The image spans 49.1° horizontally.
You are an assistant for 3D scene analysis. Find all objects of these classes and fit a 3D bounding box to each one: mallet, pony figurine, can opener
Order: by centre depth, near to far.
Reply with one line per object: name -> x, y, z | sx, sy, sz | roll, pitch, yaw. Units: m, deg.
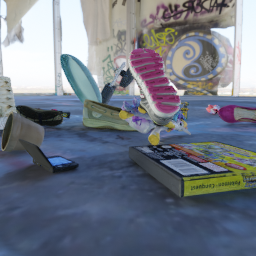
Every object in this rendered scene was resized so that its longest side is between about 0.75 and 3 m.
pony figurine -> 0.683, -0.366, 7.684 | 1.990, 1.717, 2.062 | 40, 22, 22
can opener -> -0.650, -1.480, 11.433 | 0.899, 2.704, 0.712 | 35, 20, -1
mallet -> -4.021, -0.579, 12.040 | 2.955, 0.973, 0.608 | 14, 11, -11

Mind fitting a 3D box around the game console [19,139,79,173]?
game console -> -1.358, 0.429, 4.804 | 0.749, 0.495, 0.851 | -7, 11, -39

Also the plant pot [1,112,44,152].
plant pot -> -2.269, 0.145, 6.118 | 0.736, 0.848, 0.848 | 15, -1, -32

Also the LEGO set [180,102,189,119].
LEGO set -> 1.794, -1.171, 12.800 | 1.784, 1.344, 2.320 | 0, 8, 2

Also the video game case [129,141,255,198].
video game case -> 1.240, 0.564, 4.665 | 1.935, 0.273, 2.141 | -3, 8, -17

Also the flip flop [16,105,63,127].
flip flop -> -3.141, -0.429, 9.930 | 1.781, 0.722, 0.513 | 5, 13, 3

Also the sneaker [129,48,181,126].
sneaker -> 0.505, -0.897, 6.273 | 0.787, 0.933, 2.133 | -12, 56, -13

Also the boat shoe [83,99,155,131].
boat shoe -> -0.169, -0.461, 9.309 | 3.002, 0.944, 1.095 | 4, 9, 26

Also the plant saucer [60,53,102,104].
plant saucer -> -1.750, -1.738, 10.763 | 0.351, 2.564, 2.564 | -34, 22, -20

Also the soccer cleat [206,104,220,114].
soccer cleat -> 4.510, -0.909, 14.526 | 0.543, 0.473, 1.419 | 48, 24, 26

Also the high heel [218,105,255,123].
high heel -> 4.451, -0.493, 10.423 | 2.151, 0.724, 1.032 | 11, -7, -22

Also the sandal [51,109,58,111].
sandal -> -3.977, -0.941, 15.193 | 0.339, 0.203, 0.903 | 8, 11, 42

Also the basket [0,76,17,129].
basket -> -5.157, -0.915, 9.685 | 1.913, 1.741, 2.823 | -7, 12, -37
